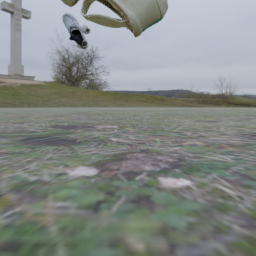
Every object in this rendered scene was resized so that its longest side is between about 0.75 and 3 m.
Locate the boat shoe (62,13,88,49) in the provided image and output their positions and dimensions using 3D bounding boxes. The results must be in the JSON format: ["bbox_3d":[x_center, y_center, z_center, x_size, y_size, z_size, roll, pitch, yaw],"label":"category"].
[{"bbox_3d":[-2.305,-4.267,12.222,0.607,1.741,0.620,-31,9,5],"label":"boat shoe"}]

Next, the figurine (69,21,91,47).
[{"bbox_3d":[-2.028,-3.888,11.497,0.841,0.862,0.371,30,27,20],"label":"figurine"}]

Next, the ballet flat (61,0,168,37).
[{"bbox_3d":[-0.621,-2.138,4.224,2.604,0.905,0.905,36,20,21],"label":"ballet flat"}]
